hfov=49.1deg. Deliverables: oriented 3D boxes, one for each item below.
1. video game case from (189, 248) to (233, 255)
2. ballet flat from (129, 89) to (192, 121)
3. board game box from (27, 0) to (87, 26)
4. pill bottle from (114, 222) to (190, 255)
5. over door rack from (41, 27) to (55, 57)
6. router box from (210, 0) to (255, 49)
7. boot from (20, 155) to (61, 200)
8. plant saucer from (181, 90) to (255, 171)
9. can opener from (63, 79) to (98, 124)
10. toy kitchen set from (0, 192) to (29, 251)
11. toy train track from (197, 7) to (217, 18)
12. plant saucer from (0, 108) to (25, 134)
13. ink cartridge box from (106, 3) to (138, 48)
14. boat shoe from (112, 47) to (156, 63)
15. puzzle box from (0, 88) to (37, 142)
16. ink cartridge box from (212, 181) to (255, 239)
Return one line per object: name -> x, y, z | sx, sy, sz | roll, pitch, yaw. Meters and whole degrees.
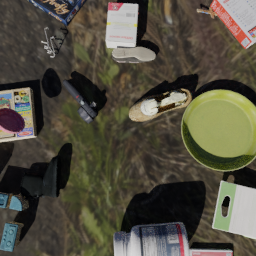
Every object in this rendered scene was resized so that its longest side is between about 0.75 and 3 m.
video game case -> 2.793, 5.111, 9.369 | 1.434, 0.175, 2.006 | 1, 81, 0
ballet flat -> 1.163, -0.898, 9.983 | 2.406, 0.785, 0.848 | -21, 82, -3
board game box -> -2.952, -5.403, 10.835 | 2.648, 0.458, 1.794 | 33, 82, 5
pill bottle -> 0.722, 3.792, 8.984 | 2.266, 1.355, 1.355 | -4, 81, 0
over door rack -> -2.944, -3.143, 10.351 | 0.292, 0.648, 0.877 | -8, 74, 4
router box -> 4.802, -4.578, 10.587 | 2.453, 0.599, 2.202 | -34, 83, -7
boot -> -3.011, 1.716, 9.725 | 1.270, 0.574, 1.550 | 1, 81, 5
plant saucer -> 3.309, 0.081, 9.972 | 2.896, 0.450, 2.896 | 0, 80, 0
can opener -> -1.748, -1.044, 10.108 | 0.727, 0.586, 1.850 | -37, 83, -4
toy kitchen set -> -4.607, 2.955, 9.147 | 2.150, 1.266, 1.722 | 10, 81, 2
toy train track -> 3.027, -4.426, 10.778 | 0.890, 0.145, 0.510 | 3, 68, -19
plant saucer -> -3.811, -0.197, 8.974 | 0.249, 0.984, 0.984 | -42, 82, 29
ink cartridge box -> -0.217, -3.796, 10.496 | 1.122, 0.645, 1.545 | 5, 81, 1
boat shoe -> 0.199, -2.706, 10.491 | 1.620, 0.462, 0.542 | 2, 77, -5
puzzle box -> -4.771, -0.382, 10.122 | 2.754, 0.350, 1.832 | -8, 82, -1
ink cartridge box -> 4.041, 2.830, 9.529 | 2.260, 0.542, 1.645 | 13, 81, 2
